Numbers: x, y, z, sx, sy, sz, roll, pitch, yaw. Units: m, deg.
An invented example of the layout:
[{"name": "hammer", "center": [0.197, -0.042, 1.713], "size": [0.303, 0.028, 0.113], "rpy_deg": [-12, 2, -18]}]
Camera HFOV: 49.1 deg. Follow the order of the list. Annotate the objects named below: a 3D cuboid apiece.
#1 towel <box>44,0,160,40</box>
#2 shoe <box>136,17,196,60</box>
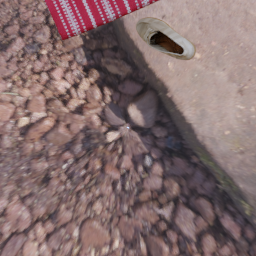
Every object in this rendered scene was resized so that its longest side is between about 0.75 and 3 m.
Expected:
[{"name": "towel", "center": [-0.212, -3.060, 4.936], "size": [2.974, 0.334, 2.151], "rpy_deg": [-24, 90, -4]}, {"name": "shoe", "center": [0.761, -2.038, 6.307], "size": [1.670, 0.584, 0.446], "rpy_deg": [38, 38, 26]}]
